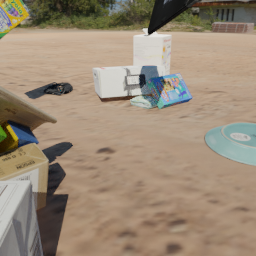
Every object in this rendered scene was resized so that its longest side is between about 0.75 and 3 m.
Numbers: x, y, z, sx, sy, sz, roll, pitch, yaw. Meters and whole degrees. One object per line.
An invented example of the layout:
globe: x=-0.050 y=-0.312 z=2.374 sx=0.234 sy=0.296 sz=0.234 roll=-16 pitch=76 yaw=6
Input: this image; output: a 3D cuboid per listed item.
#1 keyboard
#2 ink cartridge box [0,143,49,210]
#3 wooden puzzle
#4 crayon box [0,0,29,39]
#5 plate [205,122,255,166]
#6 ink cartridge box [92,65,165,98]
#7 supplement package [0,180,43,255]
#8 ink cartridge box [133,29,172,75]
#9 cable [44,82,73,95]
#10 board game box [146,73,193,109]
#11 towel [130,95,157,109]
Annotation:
keyboard: x=1.134 y=-3.150 z=6.245 sx=0.379 sy=1.774 sz=2.955 roll=13 pitch=5 yaw=-14
ink cartridge box: x=-2.006 y=0.996 z=4.377 sx=1.420 sy=1.170 sz=0.533 roll=-21 pitch=48 yaw=-38
wooden puzzle: x=-2.555 y=0.477 z=4.100 sx=2.825 sy=0.654 sz=2.617 roll=-31 pitch=-8 yaw=-2
crayon box: x=-3.400 y=-3.129 z=7.440 sx=0.418 sy=1.020 sz=1.622 roll=13 pitch=57 yaw=40
plate: x=3.248 y=0.285 z=7.252 sx=2.420 sy=0.309 sz=2.420 roll=1 pitch=24 yaw=0
ink cartridge box: x=-0.029 y=-1.920 z=11.226 sx=2.573 sy=1.073 sz=1.869 roll=-6 pitch=15 yaw=-12
supplement package: x=-2.035 y=1.570 z=2.483 sx=2.133 sy=1.619 sz=1.607 roll=-1 pitch=23 yaw=-2
ink cartridge box: x=1.220 y=-3.693 z=13.957 sx=1.504 sy=2.402 sz=1.544 roll=10 pitch=25 yaw=21
cable: x=-2.940 y=-1.658 z=11.929 sx=1.075 sy=0.335 sz=1.317 roll=-1 pitch=25 yaw=10
board game box: x=1.534 y=-1.382 z=10.263 sx=1.488 sy=1.132 sz=0.335 roll=-15 pitch=-15 yaw=-33
towel: x=0.696 y=-0.977 z=10.320 sx=1.014 sy=0.244 sz=0.868 roll=20 pitch=31 yaw=38
